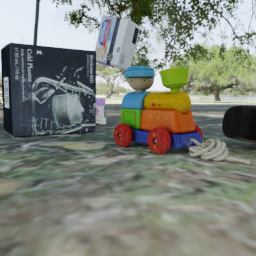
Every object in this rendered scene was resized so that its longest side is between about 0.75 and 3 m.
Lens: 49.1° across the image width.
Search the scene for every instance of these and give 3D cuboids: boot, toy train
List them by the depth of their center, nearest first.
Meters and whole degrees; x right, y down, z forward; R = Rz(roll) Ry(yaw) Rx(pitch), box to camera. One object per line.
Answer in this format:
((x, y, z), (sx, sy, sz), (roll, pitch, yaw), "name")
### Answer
((3.273, 0.166, 4.380), (2.685, 0.919, 2.528), (6, -3, -9), "boot")
((0.825, -0.338, 4.598), (1.063, 1.453, 2.511), (-6, 8, -41), "toy train")

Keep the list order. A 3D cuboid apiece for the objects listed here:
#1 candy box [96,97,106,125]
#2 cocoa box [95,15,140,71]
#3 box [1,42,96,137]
((-2.239, -0.597, 9.566), (2.149, 0.916, 2.562), (-4, 7, -30), "candy box")
((-0.466, -3.395, 11.304), (1.207, 1.839, 1.227), (18, 9, 23), "cocoa box")
((-1.991, -0.932, 7.106), (2.070, 2.106, 1.305), (-4, 9, -33), "box")
